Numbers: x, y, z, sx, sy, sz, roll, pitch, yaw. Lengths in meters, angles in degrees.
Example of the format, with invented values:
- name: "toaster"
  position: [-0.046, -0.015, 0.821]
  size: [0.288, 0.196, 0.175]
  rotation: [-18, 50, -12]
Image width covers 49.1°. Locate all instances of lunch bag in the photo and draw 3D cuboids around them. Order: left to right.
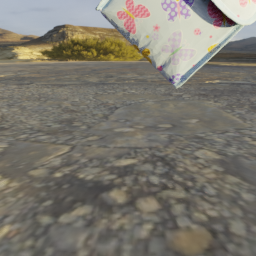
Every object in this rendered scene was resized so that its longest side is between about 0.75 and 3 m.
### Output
- name: "lunch bag"
  position: [0.991, -2.251, 4.644]
  size: [2.397, 2.033, 1.524]
  rotation: [-41, 15, 24]
